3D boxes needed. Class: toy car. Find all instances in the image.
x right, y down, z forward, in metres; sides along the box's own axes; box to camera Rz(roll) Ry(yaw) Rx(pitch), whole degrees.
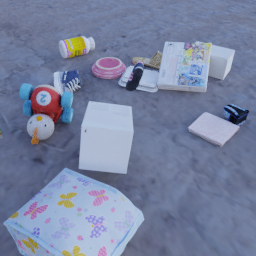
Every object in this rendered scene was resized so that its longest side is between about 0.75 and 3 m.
[{"bbox_3d":[-3.313,-0.379,10.843,1.962,1.882,2.128,10,52,-4],"label":"toy car"}]

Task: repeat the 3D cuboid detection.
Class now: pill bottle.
[{"bbox_3d":[-2.977,-4.791,16.475,1.962,1.023,1.023,-20,44,-21],"label":"pill bottle"}]

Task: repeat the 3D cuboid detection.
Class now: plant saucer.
[{"bbox_3d":[-1.028,-3.320,15.167,1.878,0.476,1.878,0,40,0],"label":"plant saucer"}]

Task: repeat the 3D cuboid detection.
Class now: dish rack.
[{"bbox_3d":[0.656,-2.574,14.232,2.003,0.436,1.719,14,42,8],"label":"dish rack"}]

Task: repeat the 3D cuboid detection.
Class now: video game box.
[{"bbox_3d":[2.800,-3.054,13.804,2.332,0.599,2.559,6,69,17],"label":"video game box"}]

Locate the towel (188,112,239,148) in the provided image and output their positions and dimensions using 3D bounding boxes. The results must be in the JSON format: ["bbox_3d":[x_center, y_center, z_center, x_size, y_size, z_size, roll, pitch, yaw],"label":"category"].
[{"bbox_3d":[3.471,0.027,11.396,1.577,0.254,1.506,30,49,30],"label":"towel"}]

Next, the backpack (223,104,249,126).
[{"bbox_3d":[4.476,-0.585,11.828,0.833,0.614,0.912,-26,47,-27],"label":"backpack"}]

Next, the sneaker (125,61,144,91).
[{"bbox_3d":[0.316,-2.164,11.805,0.520,1.482,0.608,19,53,-13],"label":"sneaker"}]

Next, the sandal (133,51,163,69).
[{"bbox_3d":[1.508,-3.866,15.524,2.561,0.843,0.939,8,41,10],"label":"sandal"}]

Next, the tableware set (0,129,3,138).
[{"bbox_3d":[-5.537,0.315,11.130,0.996,0.153,0.671,-22,45,-23],"label":"tableware set"}]

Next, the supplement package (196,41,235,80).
[{"bbox_3d":[4.341,-3.609,14.901,2.127,1.248,1.244,23,45,25],"label":"supplement package"}]

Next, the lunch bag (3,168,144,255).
[{"bbox_3d":[-1.285,2.622,7.234,2.731,1.736,2.316,13,39,30],"label":"lunch bag"}]

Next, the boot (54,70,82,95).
[{"bbox_3d":[-2.785,-2.007,13.203,1.219,0.981,2.698,-14,41,-8],"label":"boot"}]

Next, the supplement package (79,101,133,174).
[{"bbox_3d":[-0.710,0.252,9.342,1.561,1.549,2.056,7,25,-4],"label":"supplement package"}]
